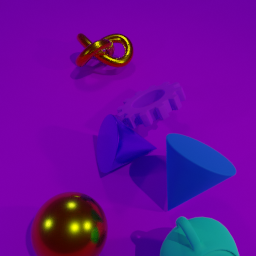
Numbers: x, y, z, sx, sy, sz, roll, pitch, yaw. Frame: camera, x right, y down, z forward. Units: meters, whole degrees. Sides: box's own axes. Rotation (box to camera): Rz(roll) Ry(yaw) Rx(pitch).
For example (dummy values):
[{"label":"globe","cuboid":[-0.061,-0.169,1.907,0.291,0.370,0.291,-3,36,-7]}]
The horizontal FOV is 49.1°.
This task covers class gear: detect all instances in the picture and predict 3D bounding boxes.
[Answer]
[{"label":"gear","cuboid":[0.547,-0.591,6.845,1.671,0.309,1.671,-22,24,10]}]

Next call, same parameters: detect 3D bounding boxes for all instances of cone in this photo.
[{"label":"cone","cuboid":[1.050,1.029,5.265,1.365,1.370,1.365,22,18,-8]},{"label":"cone","cuboid":[0.103,0.399,6.236,1.264,1.259,1.259,7,42,-24]}]

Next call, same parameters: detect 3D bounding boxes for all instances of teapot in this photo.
[{"label":"teapot","cuboid":[1.162,2.076,4.200,1.224,1.969,0.964,-30,19,-7]}]

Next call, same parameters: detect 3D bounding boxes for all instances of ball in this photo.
[{"label":"ball","cuboid":[-0.961,1.701,4.669,1.254,1.254,1.254,0,46,0]}]

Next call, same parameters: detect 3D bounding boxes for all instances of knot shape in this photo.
[{"label":"knot shape","cuboid":[-0.705,-2.409,8.644,1.779,0.878,1.901,-1,28,-6]}]
